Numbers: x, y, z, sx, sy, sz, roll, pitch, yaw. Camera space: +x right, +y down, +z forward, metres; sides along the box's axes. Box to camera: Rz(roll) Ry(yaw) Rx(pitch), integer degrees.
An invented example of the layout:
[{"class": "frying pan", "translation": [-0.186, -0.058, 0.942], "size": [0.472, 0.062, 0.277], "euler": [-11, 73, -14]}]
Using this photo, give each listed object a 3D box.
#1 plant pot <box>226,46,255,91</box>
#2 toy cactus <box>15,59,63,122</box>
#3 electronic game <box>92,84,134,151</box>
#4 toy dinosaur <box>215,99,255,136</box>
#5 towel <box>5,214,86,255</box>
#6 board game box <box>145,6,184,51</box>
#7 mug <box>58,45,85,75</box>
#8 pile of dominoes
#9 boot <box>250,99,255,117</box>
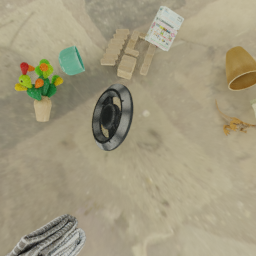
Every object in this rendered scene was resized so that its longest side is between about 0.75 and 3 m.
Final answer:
[{"class": "plant pot", "translation": [3.325, -1.832, 8.281], "size": [1.012, 1.012, 1.086], "euler": [-8, 67, -4]}, {"class": "toy cactus", "translation": [-2.435, -1.036, 7.674], "size": [1.051, 2.056, 1.696], "euler": [3, 100, -1]}, {"class": "electronic game", "translation": [-0.433, -0.284, 7.283], "size": [0.369, 1.774, 1.774], "euler": [13, 58, -35]}, {"class": "toy dinosaur", "translation": [2.951, -0.176, 7.917], "size": [1.529, 0.462, 0.812], "euler": [30, 46, 23]}, {"class": "towel", "translation": [-1.842, 2.497, 5.313], "size": [1.617, 1.952, 0.836], "euler": [-35, 82, 7]}, {"class": "board game box", "translation": [1.137, -3.103, 8.783], "size": [0.811, 0.353, 1.099], "euler": [21, 103, -28]}, {"class": "mug", "translation": [-1.657, -1.896, 8.234], "size": [0.581, 0.940, 0.773], "euler": [-19, 55, 2]}, {"class": "pile of dominoes", "translation": [0.069, -2.422, 9.057], "size": [1.485, 0.303, 1.905], "euler": [18, 59, 3]}, {"class": "boot", "translation": [3.968, -0.560, 7.805], "size": [0.952, 0.343, 0.736], "euler": [-8, 56, 5]}]
